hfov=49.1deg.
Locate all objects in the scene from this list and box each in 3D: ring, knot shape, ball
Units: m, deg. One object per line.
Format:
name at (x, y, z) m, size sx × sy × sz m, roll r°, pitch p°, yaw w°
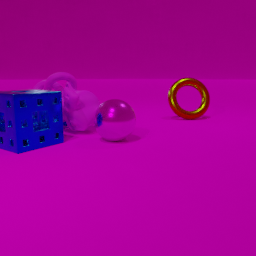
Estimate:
ring at (2.277, -1.105, 10.441) m, size 1.617 × 1.617 × 0.323 m, roll -1°, pitch -10°, yaw -8°
knot shape at (-2.517, -1.057, 10.116) m, size 1.770 × 1.656 × 0.818 m, roll -24°, pitch 16°, yaw 18°
ball at (-0.327, -0.193, 7.023) m, size 1.064 × 1.064 × 1.064 m, roll 0°, pitch 11°, yaw 0°

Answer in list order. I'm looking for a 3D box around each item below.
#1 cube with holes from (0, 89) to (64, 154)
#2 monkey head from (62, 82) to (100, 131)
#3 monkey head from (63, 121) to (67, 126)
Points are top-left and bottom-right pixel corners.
cube with holes at (-2.459, -0.236, 6.675) m, size 1.262 × 1.262 × 1.262 m, roll 8°, pitch 14°, yaw 36°
monkey head at (-1.338, -0.695, 7.926) m, size 1.997 × 1.436 × 1.203 m, roll 36°, pitch 52°, yaw 18°
monkey head at (-2.277, -0.468, 8.709) m, size 1.039 × 0.871 × 1.445 m, roll 7°, pitch -35°, yaw -35°
